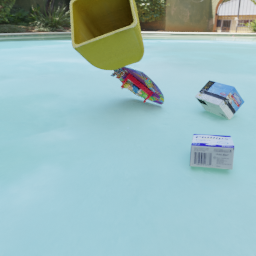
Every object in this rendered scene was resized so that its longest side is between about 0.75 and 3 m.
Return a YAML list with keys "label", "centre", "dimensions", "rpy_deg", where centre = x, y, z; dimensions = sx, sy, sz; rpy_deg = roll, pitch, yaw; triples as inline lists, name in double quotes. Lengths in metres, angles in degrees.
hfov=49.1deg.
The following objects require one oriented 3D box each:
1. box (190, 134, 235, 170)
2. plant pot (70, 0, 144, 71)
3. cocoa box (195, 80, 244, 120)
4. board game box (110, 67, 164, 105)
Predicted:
- label: "box"
  centre: [1.827, 0.492, 6.150]
  dimensions: [0.874, 0.499, 0.950]
  rpy_deg: [3, 14, 14]
- label: "plant pot"
  centre: [-0.463, -2.939, 8.803]
  dimensions: [1.938, 1.951, 1.996]
  rpy_deg: [-15, -26, 14]
- label: "cocoa box"
  centre: [3.008, -0.952, 9.244]
  dimensions: [0.794, 0.807, 1.210]
  rpy_deg: [-49, 32, -2]
- label: "board game box"
  centre: [0.242, -1.428, 10.193]
  dimensions: [2.340, 1.849, 0.456]
  rpy_deg: [28, 75, 41]
